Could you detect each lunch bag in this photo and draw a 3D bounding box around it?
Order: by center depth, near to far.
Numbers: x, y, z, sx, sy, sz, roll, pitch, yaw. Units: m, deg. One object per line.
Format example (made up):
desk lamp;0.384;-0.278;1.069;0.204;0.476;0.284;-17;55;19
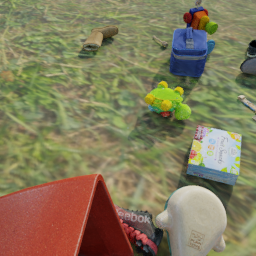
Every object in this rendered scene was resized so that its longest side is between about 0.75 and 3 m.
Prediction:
lunch bag;2.477;-3.221;11.367;1.410;1.373;2.075;6;45;6

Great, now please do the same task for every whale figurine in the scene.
whale figurine;1.274;2.294;6.062;1.628;1.062;2.046;23;69;-7

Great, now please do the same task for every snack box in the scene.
snack box;2.440;0.718;7.886;1.313;0.527;1.557;13;47;14

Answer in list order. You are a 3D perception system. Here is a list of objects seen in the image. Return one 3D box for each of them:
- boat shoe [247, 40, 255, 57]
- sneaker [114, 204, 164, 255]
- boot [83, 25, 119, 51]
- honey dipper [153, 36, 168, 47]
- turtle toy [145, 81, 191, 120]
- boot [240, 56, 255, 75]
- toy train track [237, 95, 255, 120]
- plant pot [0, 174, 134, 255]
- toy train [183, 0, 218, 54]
boat shoe;5.649;-3.695;12.513;0.536;0.476;1.435;22;48;21
sneaker;0.101;2.140;6.371;1.666;0.589;0.814;31;52;25
boot;-1.228;-4.132;12.966;1.434;0.541;1.637;-5;41;14
honey dipper;1.491;-4.098;13.138;0.212;0.212;1.119;-22;47;-21
turtle toy;1.337;-0.805;9.265;1.603;0.810;1.168;26;49;24
boot;5.460;-2.024;10.643;2.147;0.749;1.413;3;49;9
toy train track;4.407;-0.721;9.592;0.883;0.250;1.540;-22;47;-21
plant pot;-1.612;2.720;4.299;2.619;2.972;2.970;-2;43;13
toy train;3.217;-4.565;11.891;1.128;2.665;1.542;-20;52;-20
